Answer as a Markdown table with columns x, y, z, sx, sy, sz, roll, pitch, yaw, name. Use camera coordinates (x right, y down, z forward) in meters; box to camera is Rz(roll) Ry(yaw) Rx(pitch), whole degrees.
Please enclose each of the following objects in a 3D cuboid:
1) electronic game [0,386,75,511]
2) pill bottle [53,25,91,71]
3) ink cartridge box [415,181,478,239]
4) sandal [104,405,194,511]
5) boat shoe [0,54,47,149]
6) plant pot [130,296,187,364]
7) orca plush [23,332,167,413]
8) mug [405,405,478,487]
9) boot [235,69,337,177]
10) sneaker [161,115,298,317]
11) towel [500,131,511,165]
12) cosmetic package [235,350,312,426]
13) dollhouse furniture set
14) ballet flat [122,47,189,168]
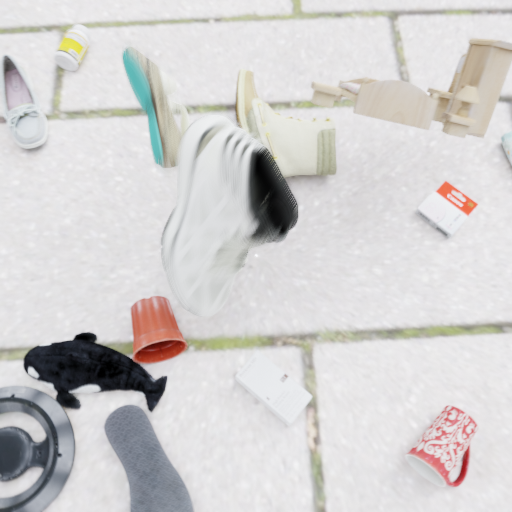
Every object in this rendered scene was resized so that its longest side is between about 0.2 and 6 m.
| x | y | z | sx | sy | sz | roll | pitch | yaw | name |
| --- | --- | --- | --- | --- | --- | --- | --- | --- | --- |
| -4.487 | 3.574 | 10.115 | 2.406 | 0.501 | 2.406 | 0 | 72 | -1 | electronic game |
| -4.414 | -5.052 | 13.553 | 0.585 | 0.585 | 1.041 | 17 | 68 | 7 | pill bottle |
| 4.156 | -1.059 | 12.122 | 0.927 | 0.325 | 1.140 | 41 | 78 | 15 | ink cartridge box |
| -1.856 | 4.008 | 9.985 | 1.080 | 0.608 | 2.841 | -18 | 60 | -15 | sandal |
| -5.417 | -3.518 | 12.837 | 0.872 | 0.759 | 2.365 | -16 | 69 | -6 | boat shoe |
| -1.954 | 1.394 | 10.786 | 1.052 | 1.052 | 1.023 | -16 | 61 | -6 | plant pot |
| -3.114 | 2.195 | 10.414 | 2.777 | 0.987 | 1.461 | 25 | 70 | 10 | orca plush |
| 3.419 | 3.463 | 10.150 | 1.232 | 1.094 | 0.822 | -46 | 39 | -20 | mug |
| 0.640 | -2.950 | 12.488 | 2.147 | 1.001 | 2.777 | -7 | 74 | -2 | boot |
| -0.465 | -0.220 | 8.837 | 1.344 | 3.562 | 2.049 | -11 | 33 | -31 | sneaker |
| 6.674 | -2.171 | 12.451 | 1.997 | 0.481 | 1.709 | -13 | 68 | -5 | towel |
| 0.315 | 2.490 | 10.567 | 1.360 | 0.504 | 0.691 | 38 | 73 | 13 | cosmetic package |
| 2.544 | -3.317 | 9.940 | 3.315 | 2.827 | 1.618 | 11 | 111 | -8 | dollhouse furniture set |
| -1.624 | -2.560 | 9.631 | 0.806 | 0.726 | 2.140 | -18 | 87 | -29 | ballet flat |
